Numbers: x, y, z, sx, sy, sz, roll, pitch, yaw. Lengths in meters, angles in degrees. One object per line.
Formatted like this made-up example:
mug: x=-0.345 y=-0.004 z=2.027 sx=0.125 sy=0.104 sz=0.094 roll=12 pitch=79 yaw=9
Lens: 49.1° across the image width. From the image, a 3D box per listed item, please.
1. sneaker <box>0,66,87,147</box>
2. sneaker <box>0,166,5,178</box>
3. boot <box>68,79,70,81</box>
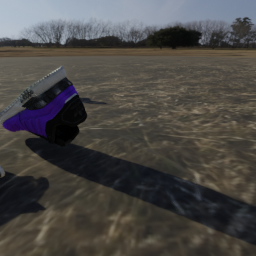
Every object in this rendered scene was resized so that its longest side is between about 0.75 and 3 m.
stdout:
sneaker: x=-1.734 y=-0.124 z=5.751 sx=2.671 sy=1.328 sz=0.929 roll=-20 pitch=21 yaw=50
sneaker: x=-2.348 y=0.730 z=4.207 sx=0.920 sy=0.320 sz=0.458 roll=-4 pitch=30 yaw=26
boot: x=-2.937 y=-1.911 z=11.414 sx=1.243 sy=0.450 sz=1.034 roll=-15 pitch=32 yaw=3
